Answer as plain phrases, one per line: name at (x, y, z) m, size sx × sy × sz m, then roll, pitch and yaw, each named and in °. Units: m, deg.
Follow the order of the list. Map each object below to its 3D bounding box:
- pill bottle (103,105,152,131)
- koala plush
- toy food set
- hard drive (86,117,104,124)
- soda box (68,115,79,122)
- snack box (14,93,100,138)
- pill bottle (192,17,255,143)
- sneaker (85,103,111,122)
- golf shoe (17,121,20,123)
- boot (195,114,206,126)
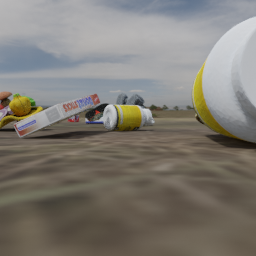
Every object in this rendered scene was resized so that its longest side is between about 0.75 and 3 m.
pill bottle at (0.007, -0.210, 5.761) m, size 0.941 × 0.527 × 0.527 m, roll -1°, pitch 3°, yaw -30°
koala plush at (0.215, -0.422, 8.787) m, size 1.134 × 1.042 × 1.005 m, roll 25°, pitch -7°, yaw -39°
toy food set at (-2.678, -0.440, 6.066) m, size 1.872 × 0.611 × 1.101 m, roll 1°, pitch 27°, yaw 43°
hard drive at (-0.394, -0.340, 11.546) m, size 2.380 × 0.302 × 1.570 m, roll 0°, pitch 2°, yaw 5°
soda box at (-2.937, -0.519, 15.101) m, size 0.405 × 0.367 × 1.158 m, roll 1°, pitch 2°, yaw 2°
snack box at (-1.017, -0.263, 4.563) m, size 0.702 × 0.237 × 1.953 m, roll -24°, pitch 7°, yaw 12°
pill bottle at (1.359, -0.450, 2.982) m, size 1.198 × 1.198 × 2.139 m, roll 0°, pitch 2°, yaw 8°
sneaker at (-0.748, -0.388, 7.396) m, size 0.761 × 0.268 × 0.356 m, roll -26°, pitch -24°, yaw -4°
golf shoe at (-2.286, -0.175, 6.702) m, size 0.484 × 0.382 × 1.052 m, roll -2°, pitch 3°, yaw -38°
boot at (1.610, -0.437, 4.489) m, size 1.125 × 0.874 × 0.409 m, roll 8°, pitch -16°, yaw -11°
